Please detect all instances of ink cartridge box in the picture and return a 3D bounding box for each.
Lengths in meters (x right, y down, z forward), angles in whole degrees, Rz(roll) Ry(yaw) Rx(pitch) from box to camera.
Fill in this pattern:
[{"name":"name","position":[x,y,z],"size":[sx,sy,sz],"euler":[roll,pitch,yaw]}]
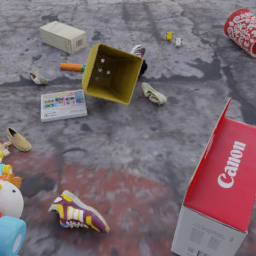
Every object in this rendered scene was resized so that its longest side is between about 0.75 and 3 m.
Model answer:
[{"name":"ink cartridge box","position":[2.059,1.131,5.902],"size":[1.170,2.450,2.791],"euler":[20,47,20]}]

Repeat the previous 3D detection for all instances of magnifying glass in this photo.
[{"name":"magnifying glass","position":[-1.617,-2.404,11.389],"size":[2.301,0.258,0.916],"euler":[9,44,6]}]

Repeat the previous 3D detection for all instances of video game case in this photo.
[{"name":"video game case","position":[-2.223,-0.794,9.667],"size":[1.501,0.178,1.366],"euler":[-9,43,-8]}]

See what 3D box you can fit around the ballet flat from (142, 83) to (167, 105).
[{"name":"ballet flat","position":[0.834,-1.209,9.976],"size":[0.432,0.432,1.244],"euler":[-30,51,-28]}]

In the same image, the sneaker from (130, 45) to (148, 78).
[{"name":"sneaker","position":[0.418,-2.598,11.226],"size":[0.902,0.760,2.061],"euler":[18,47,12]}]

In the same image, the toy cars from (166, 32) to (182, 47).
[{"name":"toy cars","position":[2.161,-4.122,13.205],"size":[0.561,0.277,1.251],"euler":[-28,52,-17]}]

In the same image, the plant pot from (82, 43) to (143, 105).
[{"name":"plant pot","position":[-0.706,-1.884,9.487],"size":[1.624,1.624,1.433],"euler":[12,12,-28]}]

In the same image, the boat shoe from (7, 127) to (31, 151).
[{"name":"boat shoe","position":[-3.266,0.318,8.287],"size":[1.005,0.383,0.360],"euler":[30,47,22]}]

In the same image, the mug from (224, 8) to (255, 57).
[{"name":"mug","position":[5.652,-4.254,12.552],"size":[1.875,1.409,2.112],"euler":[-10,47,-9]}]

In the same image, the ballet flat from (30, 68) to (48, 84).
[{"name":"ballet flat","position":[-3.457,-1.910,10.788],"size":[0.395,0.400,1.174],"euler":[-40,48,-10]}]

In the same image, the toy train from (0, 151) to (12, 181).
[{"name":"toy train","position":[-3.921,1.177,7.291],"size":[1.564,0.579,2.082],"euler":[-34,49,-29]}]

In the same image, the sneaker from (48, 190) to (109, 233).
[{"name":"sneaker","position":[-1.125,2.071,6.359],"size":[1.524,0.571,0.686],"euler":[24,56,32]}]

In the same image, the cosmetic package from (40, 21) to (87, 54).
[{"name":"cosmetic package","position":[-2.977,-4.199,12.934],"size":[2.022,0.739,1.047],"euler":[27,49,25]}]

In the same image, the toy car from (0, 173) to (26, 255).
[{"name":"toy car","position":[-2.916,1.687,5.786],"size":[2.224,2.134,2.413],"euler":[15,32,2]}]

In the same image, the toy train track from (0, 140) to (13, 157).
[{"name":"toy train track","position":[-3.976,0.380,8.358],"size":[1.433,0.233,0.822],"euler":[33,52,31]}]
